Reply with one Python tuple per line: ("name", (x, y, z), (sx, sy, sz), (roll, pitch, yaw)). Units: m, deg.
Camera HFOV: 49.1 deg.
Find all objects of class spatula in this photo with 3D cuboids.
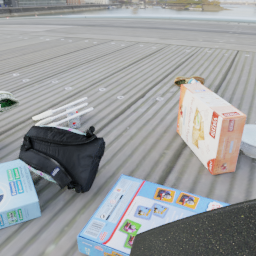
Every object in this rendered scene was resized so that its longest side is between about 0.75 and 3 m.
("spatula", (-2.365, -0.461, 10.177), (2.189, 0.176, 1.522), (-23, 31, -10))

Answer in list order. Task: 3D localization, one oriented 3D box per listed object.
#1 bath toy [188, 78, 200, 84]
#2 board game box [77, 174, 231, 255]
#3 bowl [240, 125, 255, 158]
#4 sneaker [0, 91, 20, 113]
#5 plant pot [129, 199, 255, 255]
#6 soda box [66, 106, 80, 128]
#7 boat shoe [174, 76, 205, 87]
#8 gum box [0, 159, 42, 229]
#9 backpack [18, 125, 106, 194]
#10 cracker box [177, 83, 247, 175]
("bath toy", (3.046, -1.518, 12.146), (0.819, 0.696, 1.883), (27, 23, -12))
("board game box", (0.714, 2.002, 5.612), (2.740, 0.501, 2.073), (11, 30, 20))
("bowl", (3.870, 0.474, 8.432), (1.414, 0.636, 1.414), (-1, 28, 0))
("sneaker", (-4.449, -0.741, 8.899), (0.954, 0.828, 2.154), (9, 23, 40))
("plant pot", (1.226, 2.457, 2.585), (2.571, 2.899, 2.892), (-3, 26, 17))
("soda box", (-2.045, -0.412, 10.413), (0.404, 0.376, 1.185), (-7, 28, -13))
("boat shoe", (2.990, -2.234, 13.818), (1.495, 0.566, 0.552), (5, 32, 26))
("gum box", (-3.324, 1.592, 6.422), (2.231, 0.497, 1.896), (-13, 30, -23))
("backpack", (-1.677, 0.710, 6.990), (1.944, 1.230, 1.622), (15, 66, 11))
("cracker box", (2.302, -0.091, 8.305), (0.749, 1.740, 2.598), (-7, 28, -12))
